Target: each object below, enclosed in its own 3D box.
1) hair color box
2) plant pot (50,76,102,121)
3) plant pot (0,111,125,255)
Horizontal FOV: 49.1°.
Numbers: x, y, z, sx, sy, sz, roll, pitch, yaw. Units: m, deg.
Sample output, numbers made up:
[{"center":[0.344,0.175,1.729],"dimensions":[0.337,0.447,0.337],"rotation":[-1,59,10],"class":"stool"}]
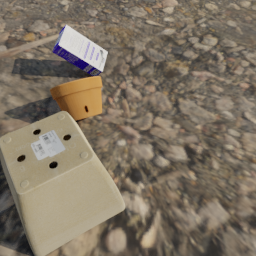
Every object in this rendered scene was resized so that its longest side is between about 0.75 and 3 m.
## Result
[{"center":[-1.571,-2.549,9.415],"dimensions":[1.690,0.548,0.924],"rotation":[27,58,-27],"class":"hair color box"},{"center":[-1.367,-0.788,8.015],"dimensions":[1.476,1.033,1.476],"rotation":[-15,7,2],"class":"plant pot"},{"center":[-1.569,0.988,6.064],"dimensions":[2.206,1.953,2.203],"rotation":[-26,53,-17],"class":"plant pot"}]
